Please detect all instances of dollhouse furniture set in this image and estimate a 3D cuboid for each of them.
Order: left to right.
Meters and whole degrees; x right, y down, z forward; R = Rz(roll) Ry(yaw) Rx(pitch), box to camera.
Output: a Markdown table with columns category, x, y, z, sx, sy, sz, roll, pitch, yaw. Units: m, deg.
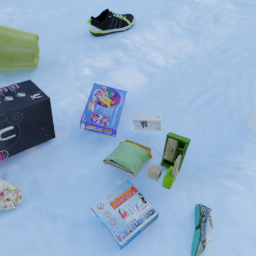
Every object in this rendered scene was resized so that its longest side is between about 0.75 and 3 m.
| category | x | y | z | sx | sy | sz | roll | pitch | yaw |
| --- | --- | --- | --- | --- | --- | --- | --- | --- | --- |
| dollhouse furniture set | 0.571 | 0.730 | 8.818 | 2.299 | 1.154 | 1.506 | 20 | 27 | 19 |

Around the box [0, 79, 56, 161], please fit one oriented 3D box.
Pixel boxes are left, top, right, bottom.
| category | x | y | z | sx | sy | sz | roll | pitch | yaw |
| --- | --- | --- | --- | --- | --- | --- | --- | --- | --- |
| box | -4.079 | -0.159 | 9.170 | 2.906 | 1.776 | 1.541 | -27 | 48 | -32 |

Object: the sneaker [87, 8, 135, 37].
| category | x | y | z | sx | sy | sz | roll | pitch | yaw |
| --- | --- | --- | --- | --- | --- | --- | --- | --- | --- |
| sneaker | -0.794 | -5.624 | 14.551 | 2.762 | 1.144 | 0.990 | -26 | 55 | -21 |

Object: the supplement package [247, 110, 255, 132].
| category | x | y | z | sx | sy | sz | roll | pitch | yaw |
| --- | --- | --- | --- | --- | --- | --- | --- | --- | --- |
| supplement package | 5.099 | -0.368 | 10.330 | 1.021 | 0.775 | 0.769 | -35 | 58 | -26 |

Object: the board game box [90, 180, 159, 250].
| category | x | y | z | sx | sy | sz | roll | pitch | yaw |
| --- | --- | --- | --- | --- | --- | --- | --- | --- | --- |
| board game box | -0.102 | 2.471 | 8.168 | 1.444 | 0.403 | 1.414 | -32 | 56 | -24 |

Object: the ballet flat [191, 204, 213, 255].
| category | x | y | z | sx | sy | sz | roll | pitch | yaw |
| --- | --- | --- | --- | --- | --- | --- | --- | --- | --- |
| ballet flat | 2.103 | 2.866 | 7.767 | 0.589 | 0.589 | 1.588 | 11 | 53 | 9 |

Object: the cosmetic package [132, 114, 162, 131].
| category | x | y | z | sx | sy | sz | roll | pitch | yaw |
| --- | --- | --- | --- | --- | --- | --- | --- | --- | --- |
| cosmetic package | 0.693 | -0.183 | 9.942 | 1.010 | 0.762 | 0.261 | 2 | 64 | 11 |

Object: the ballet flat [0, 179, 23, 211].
| category | x | y | z | sx | sy | sz | roll | pitch | yaw |
| --- | --- | --- | --- | --- | --- | --- | --- | --- | --- |
| ballet flat | -4.552 | 1.744 | 8.479 | 2.757 | 0.881 | 1.043 | 14 | 51 | 11 |

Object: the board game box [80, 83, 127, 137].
| category | x | y | z | sx | sy | sz | roll | pitch | yaw |
| --- | --- | --- | --- | --- | --- | --- | --- | --- | --- |
| board game box | -0.894 | -0.721 | 10.627 | 1.364 | 0.454 | 2.029 | 14 | 52 | -2 |

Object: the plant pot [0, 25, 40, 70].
| category | x | y | z | sx | sy | sz | roll | pitch | yaw |
| --- | --- | --- | --- | --- | --- | --- | --- | --- | --- |
| plant pot | -5.016 | -3.457 | 12.263 | 2.089 | 2.272 | 2.272 | 3 | 49 | -13 |
